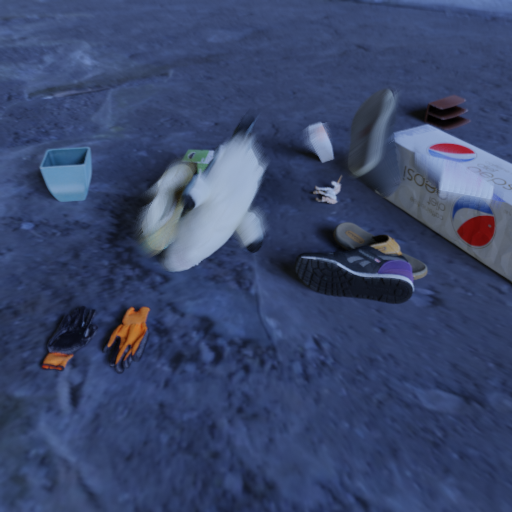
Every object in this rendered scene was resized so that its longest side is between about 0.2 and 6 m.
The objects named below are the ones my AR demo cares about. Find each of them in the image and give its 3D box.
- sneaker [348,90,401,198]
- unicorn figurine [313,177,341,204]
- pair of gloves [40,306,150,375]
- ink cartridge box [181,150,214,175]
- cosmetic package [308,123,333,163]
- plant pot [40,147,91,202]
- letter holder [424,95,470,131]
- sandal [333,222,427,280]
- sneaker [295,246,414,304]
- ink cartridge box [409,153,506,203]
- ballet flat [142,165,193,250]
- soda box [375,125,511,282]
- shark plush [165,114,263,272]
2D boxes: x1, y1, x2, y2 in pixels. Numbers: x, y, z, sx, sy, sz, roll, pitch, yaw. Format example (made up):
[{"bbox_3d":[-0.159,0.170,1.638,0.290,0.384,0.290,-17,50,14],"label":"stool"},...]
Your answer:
[{"bbox_3d":[2.491,-2.257,11.312,0.787,1.118,2.105,-4,59,44],"label":"sneaker"},{"bbox_3d":[1.735,-1.520,13.438,0.668,0.359,0.972,6,49,-8],"label":"unicorn figurine"},{"bbox_3d":[-2.622,1.390,9.388,1.658,0.205,1.477,0,36,5],"label":"pair of gloves"},{"bbox_3d":[-1.099,-2.366,14.490,1.503,0.446,0.780,5,35,7],"label":"ink cartridge box"},{"bbox_3d":[1.713,-2.966,14.731,0.351,0.985,0.500,-15,57,18],"label":"cosmetic package"},{"bbox_3d":[-4.413,-1.875,13.282,1.020,1.042,1.023,-5,36,-6],"label":"plant pot"},{"bbox_3d":[5.971,-4.387,17.215,1.262,0.635,0.897,-23,43,-29],"label":"letter holder"},{"bbox_3d":[2.432,-0.176,11.222,0.860,0.578,2.141,-29,50,-32],"label":"sandal"},{"bbox_3d":[1.818,0.228,10.478,2.183,0.827,0.956,13,44,2],"label":"sneaker"},{"bbox_3d":[3.078,-1.209,8.544,1.147,0.248,1.126,7,26,-13],"label":"ink cartridge box"},{"bbox_3d":[-1.723,-1.101,10.846,0.723,0.723,2.046,7,61,10],"label":"ballet flat"},{"bbox_3d":[4.558,-1.247,11.939,1.447,1.548,4.545,-17,38,-23],"label":"soda box"},{"bbox_3d":[-0.881,-1.557,11.362,1.778,1.630,3.914,21,60,-28],"label":"shark plush"}]
